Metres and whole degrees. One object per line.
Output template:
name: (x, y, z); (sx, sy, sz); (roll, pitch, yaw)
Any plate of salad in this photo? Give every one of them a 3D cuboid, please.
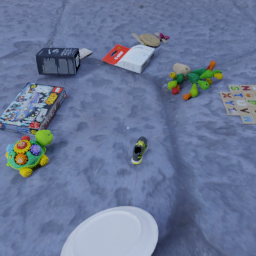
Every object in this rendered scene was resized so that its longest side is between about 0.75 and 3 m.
plate of salad: (-0.437, 2.871, 6.930); (2.496, 0.599, 2.496); (-16, 21, 6)

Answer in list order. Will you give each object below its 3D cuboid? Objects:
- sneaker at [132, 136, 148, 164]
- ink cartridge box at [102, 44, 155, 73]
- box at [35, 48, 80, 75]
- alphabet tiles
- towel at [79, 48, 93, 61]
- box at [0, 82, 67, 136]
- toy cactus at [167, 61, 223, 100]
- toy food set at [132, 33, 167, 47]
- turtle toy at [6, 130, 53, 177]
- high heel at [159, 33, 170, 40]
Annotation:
sneaker: (0.427, 0.667, 9.448); (0.433, 0.492, 1.163); (10, 47, 9)
ink cartridge box: (0.034, -3.531, 13.465); (2.085, 0.493, 1.669); (23, 50, 15)
box: (-3.105, -3.000, 12.543); (1.719, 0.897, 1.272); (1, 32, 2)
alphabet tiles: (5.301, -1.004, 11.347); (2.867, 0.091, 2.385); (0, 45, 0)
towel: (-2.276, -3.663, 13.885); (0.623, 0.162, 0.941); (29, 53, 26)
box: (-3.647, -0.785, 10.857); (1.685, 0.491, 2.461); (9, 47, 9)
toy cactus: (2.628, -2.287, 11.958); (2.677, 1.369, 2.209); (-26, 41, -12)
toy food set: (1.129, -4.565, 14.676); (1.743, 0.350, 1.203); (-14, 53, -31)
turtle toy: (-3.194, 0.698, 9.152); (1.248, 0.866, 1.713); (35, 55, 29)
high heel: (1.966, -4.931, 14.915); (0.769, 0.369, 0.259); (-12, 50, -27)
